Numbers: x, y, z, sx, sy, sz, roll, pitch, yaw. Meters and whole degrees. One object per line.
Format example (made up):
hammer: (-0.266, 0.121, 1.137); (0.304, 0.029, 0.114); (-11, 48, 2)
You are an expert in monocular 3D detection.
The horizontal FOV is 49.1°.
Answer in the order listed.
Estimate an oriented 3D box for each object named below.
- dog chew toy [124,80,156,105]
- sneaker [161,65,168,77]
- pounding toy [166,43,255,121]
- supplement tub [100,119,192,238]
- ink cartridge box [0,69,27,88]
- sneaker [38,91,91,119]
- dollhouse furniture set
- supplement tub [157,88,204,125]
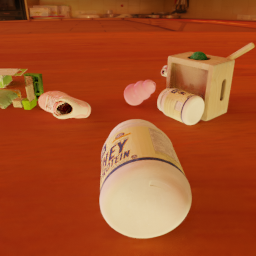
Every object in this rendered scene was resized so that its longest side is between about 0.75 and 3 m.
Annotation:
dog chew toy: (0.437, -1.259, 9.583); (1.217, 0.758, 0.758); (-23, 8, 39)
sneaker: (1.831, -2.796, 13.692); (0.479, 0.442, 1.087); (-1, 25, -8)
pounding toy: (2.607, -1.686, 9.273); (1.631, 2.294, 2.111); (-21, 33, -36)
supplement tub: (0.226, 0.789, 5.163); (1.457, 1.457, 2.010); (-2, 25, -4)
ink cartridge box: (-5.310, -2.194, 12.289); (1.567, 0.593, 1.158); (0, 25, -4)
sneaker: (-2.256, -0.761, 8.912); (1.978, 0.744, 1.034); (15, 9, 22)
dollhouse furniture set: (-4.247, -1.385, 10.152); (1.973, 0.990, 1.292); (5, 26, 9)
supplement tub: (1.642, -0.712, 8.837); (0.924, 0.924, 1.275); (-19, 32, -34)
